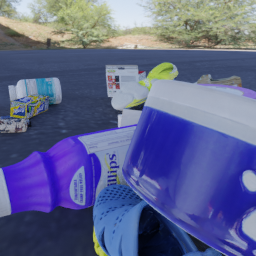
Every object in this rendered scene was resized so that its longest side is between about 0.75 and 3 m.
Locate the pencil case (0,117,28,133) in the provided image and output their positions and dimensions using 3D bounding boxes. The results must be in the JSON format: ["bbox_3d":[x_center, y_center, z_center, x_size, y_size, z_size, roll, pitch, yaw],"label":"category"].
[{"bbox_3d":[-3.373,-0.083,7.950,0.983,0.383,0.440,-2,52,-6],"label":"pencil case"}]

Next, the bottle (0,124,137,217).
[{"bbox_3d":[-0.702,0.686,4.541,2.806,1.172,0.916,-10,24,-30],"label":"bottle"}]

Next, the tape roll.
[{"bbox_3d":[2.765,-0.785,9.256,2.751,0.903,2.751,0,20,0],"label":"tape roll"}]

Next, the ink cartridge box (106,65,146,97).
[{"bbox_3d":[-0.082,-2.027,11.909,1.604,1.409,0.673,8,24,27],"label":"ink cartridge box"}]

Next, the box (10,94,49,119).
[{"bbox_3d":[-3.284,-0.755,9.470,0.580,0.532,1.654,9,15,6],"label":"box"}]

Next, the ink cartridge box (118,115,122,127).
[{"bbox_3d":[0.562,0.157,6.803,1.208,0.698,1.661,-6,20,-18],"label":"ink cartridge box"}]

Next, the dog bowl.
[{"bbox_3d":[1.478,0.514,3.329,2.973,1.171,2.973,21,4,-2],"label":"dog bowl"}]

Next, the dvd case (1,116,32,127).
[{"bbox_3d":[-3.518,-0.201,8.769,0.858,0.106,1.203,-7,20,-23],"label":"dvd case"}]

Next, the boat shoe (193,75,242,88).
[{"bbox_3d":[3.425,-1.840,12.172,2.840,0.971,1.061,5,20,14],"label":"boat shoe"}]

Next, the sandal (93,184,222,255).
[{"bbox_3d":[0.265,1.240,2.995,1.081,1.184,2.720,-9,19,-19],"label":"sandal"}]

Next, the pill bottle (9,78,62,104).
[{"bbox_3d":[-3.545,-1.366,10.738,1.840,1.019,1.019,-8,20,-20],"label":"pill bottle"}]

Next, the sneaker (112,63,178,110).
[{"bbox_3d":[0.769,-1.219,10.605,2.801,1.471,1.061,-31,50,-6],"label":"sneaker"}]

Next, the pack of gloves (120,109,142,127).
[{"bbox_3d":[0.555,0.318,5.851,1.526,1.282,0.301,6,-12,11],"label":"pack of gloves"}]
